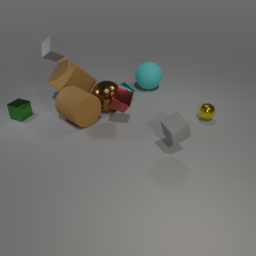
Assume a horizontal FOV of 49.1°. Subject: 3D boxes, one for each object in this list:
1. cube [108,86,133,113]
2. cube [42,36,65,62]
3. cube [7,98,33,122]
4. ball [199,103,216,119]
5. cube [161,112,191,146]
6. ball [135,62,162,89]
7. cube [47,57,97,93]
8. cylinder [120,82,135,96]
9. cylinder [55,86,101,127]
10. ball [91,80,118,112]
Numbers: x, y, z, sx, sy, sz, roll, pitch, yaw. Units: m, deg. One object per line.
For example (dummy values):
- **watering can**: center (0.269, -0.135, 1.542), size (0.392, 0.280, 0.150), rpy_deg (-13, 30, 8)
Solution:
- **cube**: center (-0.292, -1.137, 11.224), size (0.700, 0.700, 0.700), rpy_deg (21, 62, -17)
- **cube**: center (-3.111, -3.286, 11.687), size (0.700, 0.700, 0.700), rpy_deg (10, -19, -44)
- **cube**: center (-4.705, -0.799, 12.228), size (0.700, 0.700, 0.700), rpy_deg (14, 34, 21)
- **ball**: center (3.380, -0.717, 11.970), size (0.700, 0.700, 0.700), rpy_deg (0, 32, 0)
- **cube**: center (1.619, 0.025, 9.493), size (0.700, 0.700, 0.700), rpy_deg (-29, 47, -8)
- **ball**: center (1.078, -2.738, 14.650), size (1.400, 1.400, 1.400), rpy_deg (0, 32, 0)
- **cube**: center (-2.621, -2.206, 13.129), size (1.400, 1.400, 1.400), rpy_deg (36, 3, 42)
- **cylinder**: center (-0.119, -1.726, 13.505), size (0.700, 0.700, 0.700), rpy_deg (40, 43, 9)
- **cylinder**: center (-2.084, -0.915, 11.734), size (1.400, 1.400, 1.400), rpy_deg (-28, 41, -37)
- **ball**: center (-0.956, -1.442, 12.622), size (1.400, 1.400, 1.400), rpy_deg (0, 32, 0)
